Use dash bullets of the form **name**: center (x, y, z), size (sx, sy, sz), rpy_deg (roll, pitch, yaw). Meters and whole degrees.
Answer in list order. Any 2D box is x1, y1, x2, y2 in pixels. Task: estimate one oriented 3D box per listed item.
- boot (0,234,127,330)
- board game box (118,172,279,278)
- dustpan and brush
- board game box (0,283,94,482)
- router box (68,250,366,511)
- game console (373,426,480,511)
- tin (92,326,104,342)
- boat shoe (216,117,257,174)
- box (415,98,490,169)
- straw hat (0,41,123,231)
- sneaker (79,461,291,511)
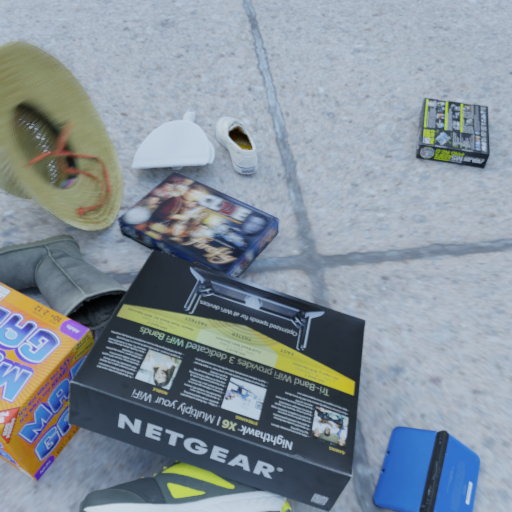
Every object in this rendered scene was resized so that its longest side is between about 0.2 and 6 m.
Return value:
- **boot**: center (-3.814, 0.633, 10.190), size (2.373, 0.947, 2.610), rpy_deg (-27, 45, -22)
- **board game box**: center (-1.206, -0.632, 11.845), size (2.819, 0.488, 1.910), rpy_deg (26, 52, 22)
- **dustpan and brush**: center (-1.860, -2.940, 13.876), size (1.930, 0.791, 2.765), rpy_deg (-2, 55, 9)
- **board game box**: center (-3.691, 1.934, 8.689), size (1.850, 1.850, 1.851), rpy_deg (23, 52, 18)
- **router box**: center (-0.374, 1.700, 8.601), size (3.893, 1.017, 3.061), rpy_deg (19, 37, 2)
- **game console**: center (2.623, 3.420, 8.532), size (1.178, 0.816, 1.380), rpy_deg (37, 52, -9)
- **tin**: center (-2.624, 1.481, 10.187), size (0.702, 0.263, 1.254), rpy_deg (-10, 49, -3)
- **boat shoe**: center (-0.467, -2.919, 13.656), size (0.781, 0.769, 2.201), rpy_deg (-7, 45, -13)
- **box**: center (4.963, -3.137, 14.119), size (1.673, 0.462, 2.088), rpy_deg (10, 49, 9)
- **straw hat**: center (-4.627, -2.109, 11.531), size (1.696, 4.008, 4.008), rpy_deg (-16, 45, 20)
- **sneaker**: center (-1.008, 3.402, 8.067), size (2.907, 1.083, 1.230), rpy_deg (2, 42, -10)
